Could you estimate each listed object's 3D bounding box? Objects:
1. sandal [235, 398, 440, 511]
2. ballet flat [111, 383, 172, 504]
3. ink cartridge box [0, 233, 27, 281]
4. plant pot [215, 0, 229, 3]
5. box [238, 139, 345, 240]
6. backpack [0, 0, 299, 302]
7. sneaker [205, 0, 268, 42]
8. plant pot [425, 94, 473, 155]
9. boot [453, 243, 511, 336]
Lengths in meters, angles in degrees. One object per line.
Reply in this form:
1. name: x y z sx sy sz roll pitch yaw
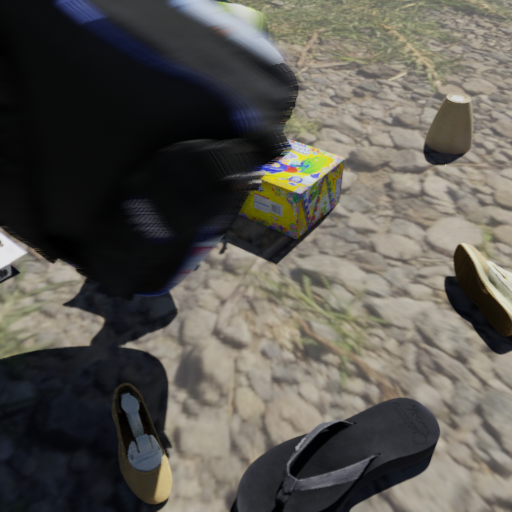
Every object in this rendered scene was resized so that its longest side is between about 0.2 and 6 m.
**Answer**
1. sandal: 0.929 2.305 6.487 2.768 0.593 1.052 -22 44 -25
2. ballet flat: -1.433 2.186 6.703 0.545 0.501 1.589 -14 41 -24
3. ink cartridge box: -4.796 0.098 9.470 1.354 0.297 1.367 29 49 31
4. plant pot: -2.150 -4.696 13.403 3.188 3.188 2.558 -26 31 -28
5. box: 0.541 -1.373 10.740 1.677 1.023 1.615 24 44 27
6. backpack: -1.558 -1.351 6.462 3.713 3.536 2.860 35 40 3
7. sneaker: -1.208 -3.474 9.171 1.378 1.193 3.327 13 -11 -38
8. plant pot: 4.484 -3.057 12.755 1.056 1.128 1.056 0 39 0
9. boot: 4.061 0.408 8.829 1.368 0.638 1.769 -10 45 -11
